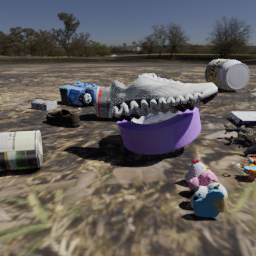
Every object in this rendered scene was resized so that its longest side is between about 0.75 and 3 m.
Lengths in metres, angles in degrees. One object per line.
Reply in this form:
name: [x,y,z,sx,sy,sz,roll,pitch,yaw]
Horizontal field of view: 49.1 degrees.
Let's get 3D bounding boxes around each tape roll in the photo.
tape roll: [0.927,-0.186,8.460,2.416,0.792,2.416,-13,26,6]

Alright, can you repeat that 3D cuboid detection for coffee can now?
coffee can: [-2.800,0.556,6.834,1.285,0.941,0.941,-4,17,-12]

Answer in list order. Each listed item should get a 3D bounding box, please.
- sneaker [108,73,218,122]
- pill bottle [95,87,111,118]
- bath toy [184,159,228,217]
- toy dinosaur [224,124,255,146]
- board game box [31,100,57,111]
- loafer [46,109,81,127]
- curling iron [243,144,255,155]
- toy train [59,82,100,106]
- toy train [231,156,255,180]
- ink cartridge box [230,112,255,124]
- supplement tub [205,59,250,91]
sneaker: [0.827,-0.938,7.400,2.935,1.190,1.103,-7,-10,16]
pill bottle: [-0.155,-1.059,11.744,2.278,1.297,1.297,2,16,5]
bath toy: [1.526,1.114,5.606,0.698,0.593,1.605,1,16,3]
toy dinosaur: [3.653,0.211,8.910,1.006,0.542,2.283,1,10,0]
board game box: [-4.097,-1.121,13.681,1.003,0.322,0.740,7,17,25]
loafer: [-2.510,-0.468,10.915,1.720,0.614,0.628,10,19,30]
curling iron: [4.256,0.079,7.231,2.668,0.341,0.661,-29,-38,29]
toy train: [-2.456,-1.742,14.686,2.418,1.048,1.381,17,32,39]
toy train: [2.986,0.965,6.683,1.067,0.297,0.801,-7,16,-34]
ink cartridge box: [4.987,-0.349,11.076,1.425,0.314,1.451,1,18,3]
supplement tub: [6.780,-3.681,19.303,2.023,2.023,2.790,-4,16,-12]
